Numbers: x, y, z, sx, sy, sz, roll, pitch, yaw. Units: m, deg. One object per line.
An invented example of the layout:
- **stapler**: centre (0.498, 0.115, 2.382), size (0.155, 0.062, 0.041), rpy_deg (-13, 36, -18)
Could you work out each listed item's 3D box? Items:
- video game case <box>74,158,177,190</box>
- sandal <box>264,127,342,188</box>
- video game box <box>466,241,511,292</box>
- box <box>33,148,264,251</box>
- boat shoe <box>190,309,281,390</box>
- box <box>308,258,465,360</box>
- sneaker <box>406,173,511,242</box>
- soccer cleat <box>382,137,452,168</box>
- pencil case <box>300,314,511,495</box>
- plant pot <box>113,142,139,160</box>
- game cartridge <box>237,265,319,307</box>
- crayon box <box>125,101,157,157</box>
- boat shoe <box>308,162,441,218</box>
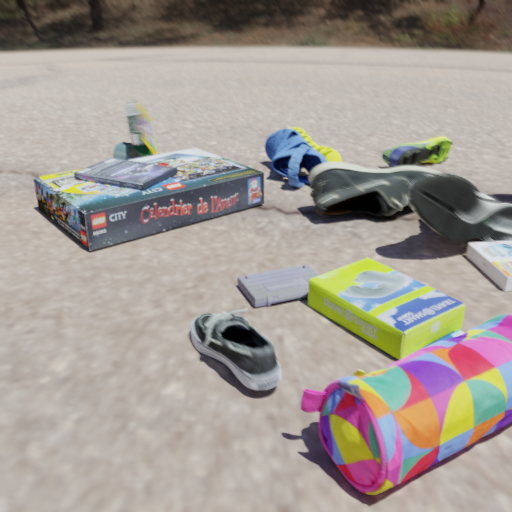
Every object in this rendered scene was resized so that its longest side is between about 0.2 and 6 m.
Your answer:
- **video game case**: centre (-2.643, -1.691, 11.414), size (1.695, 0.161, 1.211), rpy_deg (13, 28, 23)
- **sandal**: centre (0.874, -2.391, 13.653), size (1.242, 1.134, 2.853), rpy_deg (-16, 28, -22)
- **video game box**: centre (4.322, 0.127, 9.204), size (1.203, 0.309, 1.320), rpy_deg (-6, 26, -6)
- **box**: centre (-2.204, -1.359, 11.780), size (3.988, 0.752, 2.723), rpy_deg (-18, 31, -33)
- **boat shoe**: centre (-0.326, 0.984, 6.901), size (0.665, 0.615, 1.800), rpy_deg (-17, 24, -22)
- **box**: centre (1.829, 0.719, 7.752), size (1.249, 0.488, 2.048), rpy_deg (-18, 30, -32)
- **sneaker**: centre (3.417, -0.900, 10.135), size (2.697, 1.018, 1.552), rpy_deg (15, 11, -29)
- **soccer cleat**: centre (4.281, -2.784, 14.796), size (2.263, 0.732, 0.946), rpy_deg (-19, 35, -32)
- **pencil case**: centre (1.819, 1.384, 5.657), size (2.600, 1.149, 1.149), rpy_deg (-11, 28, -27)
- **plant pot**: centre (-3.487, -2.741, 14.960), size (0.529, 0.541, 0.531), rpy_deg (12, 28, 23)
- **game cartridge**: centre (0.411, 0.462, 8.618), size (1.223, 0.235, 0.793), rpy_deg (-9, 31, -19)
- **crayon box**: centre (-2.999, -3.249, 14.724), size (0.359, 1.233, 1.064), rpy_deg (-13, -15, 6)
- **boat shoe**: centre (2.620, -1.192, 11.445), size (3.072, 1.103, 1.039), rpy_deg (1, 55, -10)
